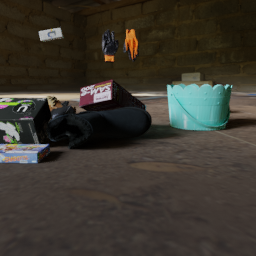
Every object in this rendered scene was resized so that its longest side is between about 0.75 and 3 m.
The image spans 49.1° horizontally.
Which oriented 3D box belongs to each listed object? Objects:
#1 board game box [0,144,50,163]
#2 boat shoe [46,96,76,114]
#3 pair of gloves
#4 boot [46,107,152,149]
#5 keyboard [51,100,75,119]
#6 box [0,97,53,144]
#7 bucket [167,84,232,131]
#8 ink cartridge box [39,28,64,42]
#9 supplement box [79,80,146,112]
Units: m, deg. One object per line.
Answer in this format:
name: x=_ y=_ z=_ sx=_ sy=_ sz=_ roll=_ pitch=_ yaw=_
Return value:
board game box: x=-2.809 y=0.626 z=7.018 sx=1.437 sy=0.248 sz=0.973 roll=0 pitch=10 yaw=3
boat shoe: x=-4.226 y=-1.178 z=15.077 sx=2.995 sy=1.106 sz=1.133 roll=4 pitch=10 yaw=21
pair of gloves: x=-0.393 y=-4.328 z=14.803 sx=1.974 sy=1.758 sz=0.244 roll=-5 pitch=-2 yaw=-10
boot: x=-0.775 y=-0.021 z=8.492 sx=2.740 sy=1.046 sz=2.302 roll=2 pitch=10 yaw=12
keyboard: x=-2.460 y=-0.399 z=9.883 sx=0.307 sy=1.438 sz=2.395 roll=39 pitch=-17 yaw=-24
box: x=-3.255 y=-0.186 z=8.305 sx=1.653 sy=1.027 sz=1.228 roll=1 pitch=37 yaw=6
bucket: x=2.954 y=-0.940 z=11.745 sx=2.724 sy=1.772 sz=2.724 roll=-1 pitch=10 yaw=0
ink cartridge box: x=-3.056 y=-3.723 z=11.210 sx=0.865 sy=0.378 sz=0.628 roll=-11 pitch=15 yaw=-6
supplement box: x=-0.465 y=-0.802 z=10.303 sx=1.377 sy=0.770 sz=2.530 roll=-10 pitch=-20 yaw=28
